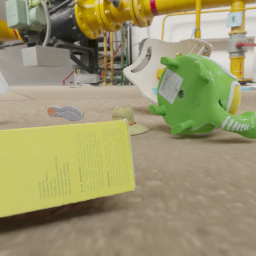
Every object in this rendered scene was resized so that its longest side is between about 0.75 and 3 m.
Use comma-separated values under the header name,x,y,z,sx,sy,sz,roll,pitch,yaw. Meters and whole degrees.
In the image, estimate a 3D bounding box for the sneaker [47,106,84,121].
name,x,y,z,sx,sy,sz,roll,pitch,yaw
sneaker,-1.424,-0.402,6.771,0.935,0.363,0.524,12,12,16

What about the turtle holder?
name,x,y,z,sx,sy,sz,roll,pitch,yaw
turtle holder,1.700,-0.692,5.969,1.604,1.716,2.258,1,2,-33

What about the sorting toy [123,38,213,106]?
name,x,y,z,sx,sy,sz,roll,pitch,yaw
sorting toy,1.205,-2.096,10.108,2.467,2.740,1.464,35,-6,20

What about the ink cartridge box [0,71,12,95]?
name,x,y,z,sx,sy,sz,roll,pitch,yaw
ink cartridge box,-4.095,-0.924,6.636,2.167,1.181,0.546,-33,22,-23

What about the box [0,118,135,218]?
name,x,y,z,sx,sy,sz,roll,pitch,yaw
box,-1.399,0.390,2.375,2.767,0.694,1.042,-5,-2,-23

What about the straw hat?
name,x,y,z,sx,sy,sz,roll,pitch,yaw
straw hat,-0.117,-0.224,6.627,1.324,0.560,1.324,-2,11,0
